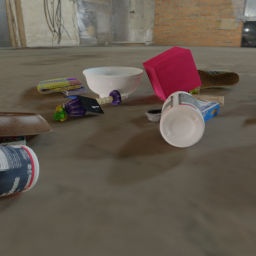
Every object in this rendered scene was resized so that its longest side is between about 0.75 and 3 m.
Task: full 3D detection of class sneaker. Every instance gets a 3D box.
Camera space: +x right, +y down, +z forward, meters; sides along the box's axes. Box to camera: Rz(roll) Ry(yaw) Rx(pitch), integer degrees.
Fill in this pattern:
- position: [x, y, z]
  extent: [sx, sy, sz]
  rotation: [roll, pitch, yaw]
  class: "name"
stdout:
- position: [4.629, -2.662, 15.463]
  extent: [2.912, 0.976, 1.307]
  rotation: [7, 9, 25]
  class: "sneaker"

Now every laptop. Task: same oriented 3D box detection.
- position: [-1.671, -0.867, 10.683]
  extent: [1.069, 0.623, 1.206]
  rotation: [4, 48, -56]
  class: "laptop"

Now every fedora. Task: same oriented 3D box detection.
- position: [1.014, -0.452, 10.142]
  extent: [0.760, 0.343, 0.672]
  rotation: [-13, 22, -21]
  class: "fedora"

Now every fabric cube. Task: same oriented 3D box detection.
- position: [1.984, -2.487, 12.846]
  extent: [1.789, 1.761, 1.795]
  rotation: [-28, 25, -2]
  class: "fabric cube"

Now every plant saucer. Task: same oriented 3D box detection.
- position: [-3.677, -0.169, 8.125]
  extent: [2.873, 0.526, 2.873]
  rotation: [2, 5, 0]
  class: "plant saucer"

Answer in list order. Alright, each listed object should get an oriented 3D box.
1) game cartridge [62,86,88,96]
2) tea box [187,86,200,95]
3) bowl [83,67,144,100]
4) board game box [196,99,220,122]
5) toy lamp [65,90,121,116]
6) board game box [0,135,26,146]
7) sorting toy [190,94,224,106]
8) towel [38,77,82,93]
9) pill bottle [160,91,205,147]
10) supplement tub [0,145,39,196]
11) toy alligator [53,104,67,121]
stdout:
- position: [-2.840, -2.010, 14.460]
  extent: [1.081, 0.320, 1.667]
  rotation: [-15, 25, -25]
  class: "game cartridge"
- position: [3.078, -1.820, 13.573]
  extent: [0.761, 0.517, 0.774]
  rotation: [5, 21, 11]
  class: "tea box"
- position: [-0.667, -2.081, 13.194]
  extent: [2.832, 1.273, 2.832]
  rotation: [-1, 21, 0]
  class: "bowl"
- position: [2.414, -0.704, 10.665]
  extent: [1.572, 0.449, 1.605]
  rotation: [15, 25, 36]
  class: "board game box"
- position: [-1.343, -0.996, 11.086]
  extent: [0.746, 0.746, 2.562]
  rotation: [18, 27, 39]
  class: "toy lamp"
- position: [-3.451, 0.419, 7.776]
  extent: [1.142, 0.367, 0.842]
  rotation: [-7, 22, -20]
  class: "board game box"
- position: [3.379, -1.196, 12.297]
  extent: [1.566, 0.309, 1.692]
  rotation: [7, 17, 18]
  class: "sorting toy"
- position: [-3.660, -2.275, 14.706]
  extent: [2.111, 0.335, 2.939]
  rotation: [-12, 19, -16]
  class: "towel"
- position: [1.648, -0.378, 8.655]
  extent: [1.232, 1.232, 2.163]
  rotation: [3, 21, 9]
  class: "pill bottle"
- position: [-2.522, 0.829, 5.345]
  extent: [0.969, 0.969, 1.381]
  rotation: [13, 7, 32]
  class: "supplement tub"
- position: [-2.526, -0.571, 10.341]
  extent: [0.411, 0.449, 1.515]
  rotation: [-24, 22, 0]
  class: "toy alligator"
